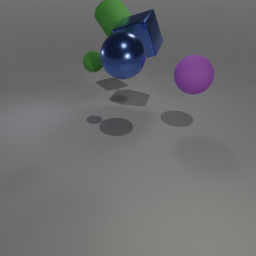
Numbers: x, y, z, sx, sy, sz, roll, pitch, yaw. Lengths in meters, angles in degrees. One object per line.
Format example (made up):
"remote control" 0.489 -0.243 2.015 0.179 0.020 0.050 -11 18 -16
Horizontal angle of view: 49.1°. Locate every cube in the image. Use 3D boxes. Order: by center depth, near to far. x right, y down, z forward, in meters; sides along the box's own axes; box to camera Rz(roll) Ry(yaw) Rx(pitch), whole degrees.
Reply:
"cube" 0.433 -3.650 11.149 1.400 1.400 1.400 -6 36 26

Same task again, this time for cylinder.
"cylinder" -0.576 -4.850 12.593 1.400 1.400 1.400 -22 73 -34

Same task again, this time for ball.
"ball" -0.153 -2.178 8.471 1.400 1.400 1.400 0 29 0
"ball" -1.162 -2.219 9.372 0.700 0.700 0.700 0 29 0
"ball" 2.356 -1.903 10.035 1.400 1.400 1.400 0 29 0
